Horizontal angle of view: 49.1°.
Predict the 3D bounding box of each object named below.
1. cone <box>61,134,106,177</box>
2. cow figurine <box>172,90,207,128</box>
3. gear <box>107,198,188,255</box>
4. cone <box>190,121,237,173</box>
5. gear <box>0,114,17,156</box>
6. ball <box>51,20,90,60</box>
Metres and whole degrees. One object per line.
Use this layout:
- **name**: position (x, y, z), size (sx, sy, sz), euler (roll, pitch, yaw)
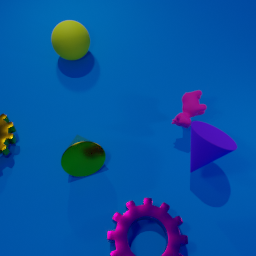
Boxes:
- **cone**: position (-1.410, 0.548, 8.279), size (1.258, 1.258, 1.263), euler (-17, 37, -9)
- **cow figurine**: position (1.729, -0.544, 8.185), size (1.045, 0.583, 1.062), euler (-12, 70, 0)
- **gear**: position (0.475, 2.761, 6.981), size (1.949, 0.361, 1.949), euler (1, 59, -2)
- **cone**: position (1.927, 0.685, 7.305), size (1.265, 1.270, 1.265), euler (20, 25, -10)
- **gear**: position (-4.225, 0.274, 8.264), size (1.719, 0.318, 1.719), euler (1, 56, -2)
- **ball**: position (-1.973, -3.022, 9.695), size (1.322, 1.322, 1.322), euler (0, 63, 0)
